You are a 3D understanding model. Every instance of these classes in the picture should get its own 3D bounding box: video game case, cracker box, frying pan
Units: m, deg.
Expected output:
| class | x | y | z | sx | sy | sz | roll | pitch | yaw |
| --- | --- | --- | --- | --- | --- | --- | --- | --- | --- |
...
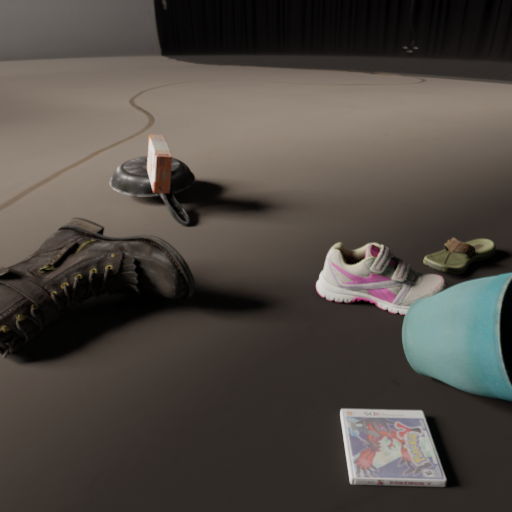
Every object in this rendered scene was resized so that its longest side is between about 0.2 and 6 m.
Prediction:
| class | x | y | z | sx | sy | sz | roll | pitch | yaw |
| --- | --- | --- | --- | --- | --- | --- | --- | --- | --- |
| video game case | 1.536 | 2.180 | 6.463 | 1.021 | 0.129 | 1.120 | 1 | 25 | 2 |
| cracker box | -2.312 | -2.197 | 13.293 | 0.401 | 0.932 | 1.391 | -1 | 32 | -19 |
| frying pan | -2.668 | -1.754 | 13.994 | 2.209 | 0.594 | 3.651 | -1 | 29 | -3 |

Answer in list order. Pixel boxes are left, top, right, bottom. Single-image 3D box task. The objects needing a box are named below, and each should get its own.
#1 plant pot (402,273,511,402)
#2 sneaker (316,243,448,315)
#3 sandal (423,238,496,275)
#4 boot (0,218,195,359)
| class | x | y | z | sx | sy | sz | roll | pitch | yaw |
| --- | --- | --- | --- | --- | --- | --- | --- | --- | --- |
| plant pot | 2.797 | 1.052 | 7.190 | 1.601 | 1.601 | 1.505 | -23 | 8 | -40 |
| sneaker | 2.099 | 0.315 | 9.361 | 2.171 | 0.958 | 0.883 | 6 | 29 | 11 |
| sandal | 3.925 | -0.118 | 10.842 | 1.887 | 0.539 | 0.749 | -20 | 32 | -34 |
| boot | -2.963 | 0.654 | 8.891 | 3.281 | 1.136 | 2.856 | 15 | 37 | 25 |
